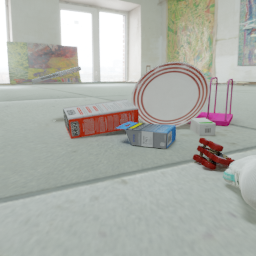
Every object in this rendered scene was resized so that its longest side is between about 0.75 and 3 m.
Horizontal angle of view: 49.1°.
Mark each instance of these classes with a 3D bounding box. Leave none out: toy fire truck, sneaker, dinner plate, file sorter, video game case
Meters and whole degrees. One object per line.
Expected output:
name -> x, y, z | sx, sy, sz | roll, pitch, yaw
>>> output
toy fire truck -> 1.895, 0.592, 5.974 | 0.769, 0.514, 0.916 | 16, 8, -18
sneaker -> 1.949, 0.807, 4.481 | 0.946, 0.804, 2.138 | -3, 0, 34
dinner plate -> 1.537, -1.222, 10.370 | 2.885, 2.885, 0.350 | 5, -23, 22
file sorter -> 2.757, -1.190, 11.331 | 2.765, 1.734, 1.921 | 5, 12, 24
video game case -> -2.684, -2.047, 10.730 | 1.429, 0.186, 1.570 | -12, 15, 13

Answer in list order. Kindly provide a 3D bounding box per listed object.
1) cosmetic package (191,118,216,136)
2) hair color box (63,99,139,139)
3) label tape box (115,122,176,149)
cosmetic package -> 2.405, -0.039, 9.040 | 0.526, 0.415, 0.978 | -3, 13, -5
hair color box -> -0.869, -0.335, 8.946 | 2.196, 0.672, 1.114 | -9, 25, -17
label tape box -> 0.511, 0.177, 7.853 | 1.467, 0.464, 1.058 | 5, 13, 22
